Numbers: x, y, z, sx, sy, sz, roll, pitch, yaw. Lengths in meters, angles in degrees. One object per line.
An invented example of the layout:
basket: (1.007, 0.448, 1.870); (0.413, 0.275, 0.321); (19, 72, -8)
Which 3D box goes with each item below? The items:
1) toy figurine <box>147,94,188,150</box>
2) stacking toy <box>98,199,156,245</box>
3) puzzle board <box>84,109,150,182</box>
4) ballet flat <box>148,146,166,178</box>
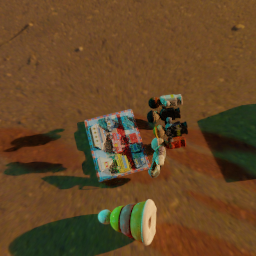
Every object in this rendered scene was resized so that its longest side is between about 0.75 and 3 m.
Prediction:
toy figurine: (1.024, -0.149, 7.638); (0.983, 1.391, 1.413); (-7, 67, 5)
stacking toy: (-0.076, 2.220, 6.816); (1.429, 1.044, 1.044); (1, 62, 18)
puzzle board: (-0.341, 0.435, 8.049); (1.482, 0.171, 1.967); (-14, 64, -7)
ballet flat: (0.779, 0.916, 7.184); (0.347, 0.964, 0.347); (11, 30, -7)
